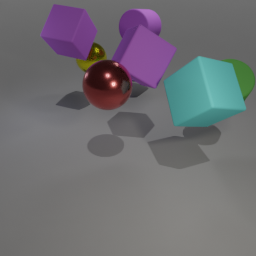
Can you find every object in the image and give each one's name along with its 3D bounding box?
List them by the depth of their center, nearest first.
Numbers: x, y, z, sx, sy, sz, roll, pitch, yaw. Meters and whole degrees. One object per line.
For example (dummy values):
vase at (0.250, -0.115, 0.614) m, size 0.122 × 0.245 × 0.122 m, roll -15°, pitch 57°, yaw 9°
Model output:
cube at (2.046, -0.908, 7.626) m, size 1.400 × 1.400 × 1.400 m, roll 0°, pitch -19°, yaw -35°
ball at (-0.573, -1.198, 7.848) m, size 1.400 × 1.400 × 1.400 m, roll 0°, pitch 30°, yaw 0°
cube at (0.417, -2.245, 8.946) m, size 1.400 × 1.400 × 1.400 m, roll 26°, pitch 5°, yaw -20°
cylinder at (3.210, -1.291, 9.155) m, size 1.400 × 1.400 × 1.400 m, roll -2°, pitch 71°, yaw 5°
cube at (-2.234, -3.673, 10.834) m, size 1.400 × 1.400 × 1.400 m, roll 16°, pitch -10°, yaw 17°
cylinder at (0.537, -4.328, 11.983) m, size 1.400 × 1.400 × 1.400 m, roll 15°, pitch 26°, yaw 24°
ball at (-1.646, -3.143, 12.589) m, size 1.400 × 1.400 × 1.400 m, roll 0°, pitch 30°, yaw 0°
